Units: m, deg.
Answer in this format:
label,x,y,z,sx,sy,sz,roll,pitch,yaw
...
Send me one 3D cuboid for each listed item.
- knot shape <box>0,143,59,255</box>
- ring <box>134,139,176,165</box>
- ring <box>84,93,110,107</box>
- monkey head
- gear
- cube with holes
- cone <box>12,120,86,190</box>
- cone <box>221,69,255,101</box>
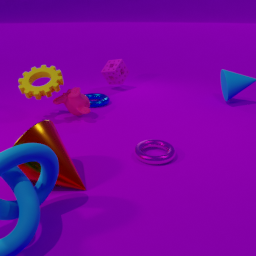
label,x,y,z,sx,sy,sz,roll,pitch,yaw
knot shape,-2.149,0.879,4.483,0.942,1.908,2.039,-26,23,40
ring,0.691,0.603,7.234,1.078,0.216,1.078,0,25,0
ring,-1.389,-1.134,11.320,1.320,0.264,1.320,0,23,0
monkey head,-1.923,-0.819,9.660,1.143,0.957,1.589,-30,24,-24
gear,-2.854,-1.522,9.216,1.409,0.261,1.409,-2,51,2
cube with holes,-0.584,-2.603,13.074,0.822,0.822,0.822,4,54,36
cone,-1.511,0.873,5.980,1.533,1.527,1.527,34,31,9
cone,4.431,-1.782,10.997,1.279,1.274,1.274,-9,22,10
